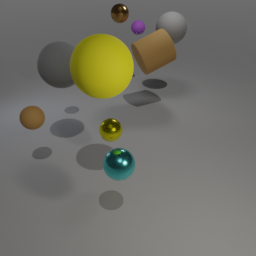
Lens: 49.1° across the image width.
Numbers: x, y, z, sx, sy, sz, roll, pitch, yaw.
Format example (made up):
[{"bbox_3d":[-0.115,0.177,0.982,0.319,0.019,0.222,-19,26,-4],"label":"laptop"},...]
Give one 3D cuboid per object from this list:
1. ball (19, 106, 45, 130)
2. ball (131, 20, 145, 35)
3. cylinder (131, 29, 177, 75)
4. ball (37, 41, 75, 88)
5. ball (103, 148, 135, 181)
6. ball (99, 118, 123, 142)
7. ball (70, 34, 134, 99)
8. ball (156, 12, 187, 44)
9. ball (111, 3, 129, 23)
[{"bbox_3d":[-2.768,-0.299,8.109,0.700,0.700,0.700,0,30,0],"label":"ball"},{"bbox_3d":[0.511,-5.045,14.049,0.700,0.700,0.700,0,30,0],"label":"ball"},{"bbox_3d":[1.054,-3.129,11.540,1.400,1.400,1.400,-28,34,-2],"label":"cylinder"},{"bbox_3d":[-2.053,-1.918,8.557,1.400,1.400,1.400,0,30,0],"label":"ball"},{"bbox_3d":[-0.190,0.777,6.016,0.700,0.700,0.700,0,30,0],"label":"ball"},{"bbox_3d":[-0.506,0.055,8.290,0.700,0.700,0.700,0,30,0],"label":"ball"},{"bbox_3d":[-0.576,-1.350,6.206,1.400,1.400,1.400,0,30,0],"label":"ball"},{"bbox_3d":[1.948,-4.499,12.637,1.400,1.400,1.400,0,30,0],"label":"ball"},{"bbox_3d":[-0.316,-4.367,10.680,0.700,0.700,0.700,0,30,0],"label":"ball"}]
